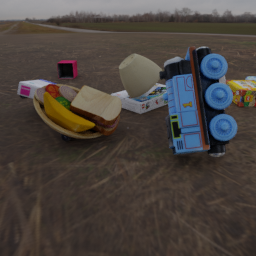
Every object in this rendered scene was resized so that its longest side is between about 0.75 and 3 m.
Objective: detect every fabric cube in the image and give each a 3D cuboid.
[{"bbox_3d":[-3.479,-3.378,16.142,0.936,0.918,0.933,1,23,3],"label":"fabric cube"}]

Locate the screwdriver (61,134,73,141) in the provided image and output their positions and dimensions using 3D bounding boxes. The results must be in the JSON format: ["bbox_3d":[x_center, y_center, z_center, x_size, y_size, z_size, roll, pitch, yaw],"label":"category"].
[{"bbox_3d":[-1.743,-0.325,9.636,0.415,0.398,2.854,28,25,-10],"label":"screwdriver"}]

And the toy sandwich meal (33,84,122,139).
[{"bbox_3d":[-1.470,-0.702,8.488,2.716,0.930,2.716,22,34,-16],"label":"toy sandwich meal"}]

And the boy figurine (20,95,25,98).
[{"bbox_3d":[-4.462,-1.564,12.756,0.857,0.276,0.533,-24,30,-39],"label":"boy figurine"}]

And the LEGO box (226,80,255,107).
[{"bbox_3d":[5.143,-1.533,12.123,1.342,0.695,1.802,-1,23,-1],"label":"LEGO box"}]

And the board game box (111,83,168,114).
[{"bbox_3d":[0.845,-1.340,11.948,2.762,0.478,1.744,-21,31,-40],"label":"board game box"}]

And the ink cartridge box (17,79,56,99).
[{"bbox_3d":[-3.001,-1.400,10.745,1.556,0.547,2.608,16,13,-5],"label":"ink cartridge box"}]

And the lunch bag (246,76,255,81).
[{"bbox_3d":[6.542,-2.293,14.178,1.149,0.474,0.923,7,23,15],"label":"lunch bag"}]

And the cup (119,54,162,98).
[{"bbox_3d":[0.332,-2.137,10.739,1.627,1.163,1.627,-33,29,21],"label":"cup"}]

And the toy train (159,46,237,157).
[{"bbox_3d":[1.772,-0.673,7.377,1.686,2.952,1.280,-6,-7,2],"label":"toy train"}]

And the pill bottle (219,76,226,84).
[{"bbox_3d":[2.941,-2.165,12.618,1.466,1.466,2.613,-12,27,-26],"label":"pill bottle"}]
